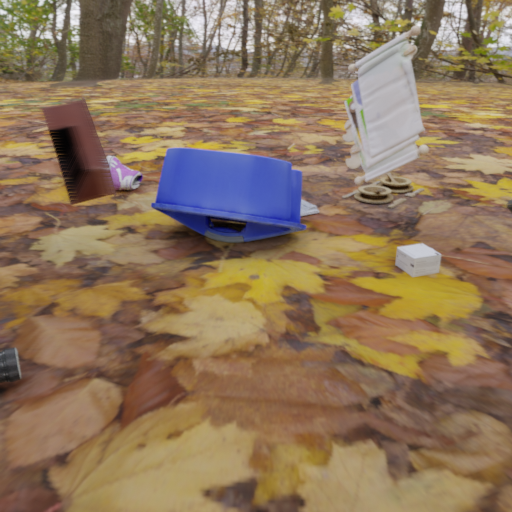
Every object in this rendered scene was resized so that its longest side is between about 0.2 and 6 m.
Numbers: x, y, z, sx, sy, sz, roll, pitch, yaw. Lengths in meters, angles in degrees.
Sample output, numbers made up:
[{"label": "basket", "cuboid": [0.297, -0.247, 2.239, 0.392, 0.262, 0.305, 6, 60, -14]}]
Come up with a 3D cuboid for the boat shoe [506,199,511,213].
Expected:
[{"label": "boat shoe", "cuboid": [4.770, -1.170, 8.495, 1.965, 0.695, 0.626, -33, 61, 2]}]

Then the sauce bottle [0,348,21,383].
[{"label": "sauce bottle", "cuboid": [-4.116, 1.605, 7.014, 2.145, 0.694, 0.694, -11, 25, -21]}]

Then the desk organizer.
[{"label": "desk organizer", "cuboid": [-3.364, -1.997, 10.585, 0.825, 0.769, 2.143, -17, 53, -15]}]

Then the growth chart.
[{"label": "growth chart", "cuboid": [2.697, -3.133, 12.036, 0.262, 2.954, 2.137, 2, -9, -41]}]

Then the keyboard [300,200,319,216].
[{"label": "keyboard", "cuboid": [0.164, -1.671, 15.528, 1.097, 0.208, 3.899, -18, 28, -26]}]

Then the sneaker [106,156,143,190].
[{"label": "sneaker", "cuboid": [-3.957, -2.402, 16.681, 1.139, 0.724, 1.998, 1, 30, -12]}]

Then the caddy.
[{"label": "caddy", "cuboid": [-0.575, -1.212, 12.350, 3.497, 1.836, 2.472, 9, 3, 16]}]

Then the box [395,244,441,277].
[{"label": "box", "cuboid": [3.174, 0.080, 10.996, 0.629, 0.411, 0.625, -8, 24, -18]}]

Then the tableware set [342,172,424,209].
[{"label": "tableware set", "cuboid": [3.623, -1.959, 15.766, 1.540, 0.467, 2.330, 17, 28, 35]}]
